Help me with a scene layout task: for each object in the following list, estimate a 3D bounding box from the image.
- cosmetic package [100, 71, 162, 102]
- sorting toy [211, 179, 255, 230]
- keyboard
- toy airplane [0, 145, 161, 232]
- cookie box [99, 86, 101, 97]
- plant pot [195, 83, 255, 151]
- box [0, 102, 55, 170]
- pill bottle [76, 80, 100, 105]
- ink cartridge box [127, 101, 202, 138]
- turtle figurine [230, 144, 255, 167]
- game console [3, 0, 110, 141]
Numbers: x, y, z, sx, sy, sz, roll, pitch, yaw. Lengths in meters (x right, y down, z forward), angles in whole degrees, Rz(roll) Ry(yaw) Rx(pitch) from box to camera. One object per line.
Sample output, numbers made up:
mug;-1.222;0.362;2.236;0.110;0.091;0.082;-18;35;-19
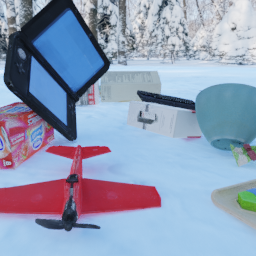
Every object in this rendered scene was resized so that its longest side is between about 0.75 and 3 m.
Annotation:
cosmetic package;0.107;-2.087;13.983;2.941;1.045;1.547;0;37;-2
sorting toy;2.452;1.185;4.172;1.673;0.330;1.808;-7;17;-24
keyboard;1.641;-0.942;10.429;2.555;0.263;1.624;7;28;-21
toy airplane;-0.882;0.869;4.938;2.930;0.539;2.930;2;15;-1
cookie box;-2.005;-2.061;15.673;1.370;0.515;1.172;1;17;4
plant pot;2.486;-0.121;6.880;1.758;1.184;1.758;11;-23;5
box;-2.700;0.069;6.795;1.049;1.095;2.197;2;15;9
pill bottle;-2.606;-1.740;12.759;2.554;1.455;1.455;-1;15;-3
ink cartridge box;1.083;-0.266;8.266;1.373;0.775;1.871;1;10;-42
turtle figurine;2.884;0.260;5.993;1.313;1.354;0.974;-18;50;14
game console;-1.526;-1.400;7.134;1.594;2.739;2.409;-20;54;13
